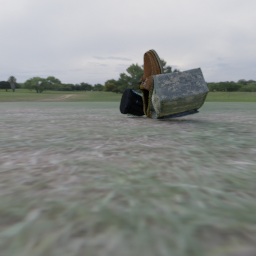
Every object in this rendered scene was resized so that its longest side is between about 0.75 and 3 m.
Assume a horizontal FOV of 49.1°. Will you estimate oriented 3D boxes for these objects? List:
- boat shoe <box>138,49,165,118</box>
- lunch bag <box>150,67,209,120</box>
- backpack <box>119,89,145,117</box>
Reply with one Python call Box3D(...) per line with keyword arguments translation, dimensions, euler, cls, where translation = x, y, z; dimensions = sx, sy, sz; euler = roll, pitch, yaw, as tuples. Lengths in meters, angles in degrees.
Box3D(translation=(0.935, -1.791, 11.491), dimensions=(0.946, 2.782, 1.001), euler=(-14, 7, -16), cls="boat shoe")
Box3D(translation=(1.783, -1.045, 10.408), dimensions=(1.785, 1.280, 2.177), euler=(-10, -24, -4), cls="lunch bag")
Box3D(translation=(0.303, -1.021, 12.200), dimensions=(1.382, 1.128, 1.063), euler=(12, 3, -31), cls="backpack")
